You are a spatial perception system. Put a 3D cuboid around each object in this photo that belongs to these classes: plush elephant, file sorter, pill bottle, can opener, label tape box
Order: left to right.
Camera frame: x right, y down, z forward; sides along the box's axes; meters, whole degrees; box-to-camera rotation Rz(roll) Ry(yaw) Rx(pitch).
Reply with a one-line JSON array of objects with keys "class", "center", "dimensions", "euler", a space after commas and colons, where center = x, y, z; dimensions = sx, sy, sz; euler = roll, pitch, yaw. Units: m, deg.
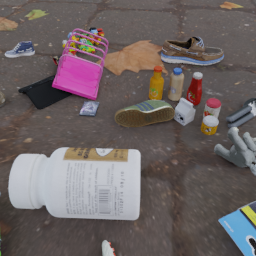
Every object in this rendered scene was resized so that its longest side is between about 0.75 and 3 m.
[{"class": "pill bottle", "center": [-1.167, 1.307, 6.755], "dimensions": [2.912, 1.665, 1.665], "euler": [1, 42, 2]}, {"class": "file sorter", "center": [-1.725, -2.573, 10.863], "dimensions": [1.661, 1.499, 2.390], "euler": [17, 41, -12]}, {"class": "can opener", "center": [4.080, -0.520, 9.788], "dimensions": [1.930, 0.508, 0.642], "euler": [-28, 14, -30]}, {"class": "plush elephant", "center": [3.470, 0.563, 8.002], "dimensions": [1.126, 1.198, 1.455], "euler": [-27, 58, -28]}, {"class": "label tape box", "center": [3.563, 2.458, 6.105], "dimensions": [2.672, 0.883, 1.914], "euler": [-18, 44, -16]}]

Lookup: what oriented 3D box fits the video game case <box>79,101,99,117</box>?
[{"class": "video game case", "center": [-1.396, -0.703, 10.201], "dimensions": [0.569, 0.076, 0.796], "euler": [5, 43, 5]}]

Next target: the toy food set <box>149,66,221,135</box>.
[{"class": "toy food set", "center": [2.113, -1.138, 9.739], "dimensions": [1.404, 1.323, 2.941], "euler": [-27, 49, -27]}]

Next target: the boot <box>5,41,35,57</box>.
[{"class": "boot", "center": [-5.130, -3.732, 13.159], "dimensions": [1.350, 0.610, 0.491], "euler": [-11, 43, -12]}]

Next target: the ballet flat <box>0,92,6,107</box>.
[{"class": "ballet flat", "center": [-5.969, -1.122, 10.209], "dimensions": [2.898, 0.672, 0.976], "euler": [0, 42, 0]}]

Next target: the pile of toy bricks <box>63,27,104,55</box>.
[{"class": "pile of toy bricks", "center": [-1.932, -3.988, 13.340], "dimensions": [2.070, 1.149, 1.022], "euler": [-21, 84, -36]}]

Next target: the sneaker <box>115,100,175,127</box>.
[{"class": "sneaker", "center": [0.546, -0.555, 9.689], "dimensions": [2.011, 0.674, 0.903], "euler": [-7, 27, 0]}]

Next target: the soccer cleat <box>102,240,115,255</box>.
[{"class": "soccer cleat", "center": [-0.414, 2.927, 5.957], "dimensions": [0.423, 0.378, 1.092], "euler": [-16, 47, -14]}]

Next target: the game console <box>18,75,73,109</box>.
[{"class": "game console", "center": [-3.226, -1.412, 10.931], "dimensions": [1.568, 0.912, 1.379], "euler": [-32, 21, -31]}]

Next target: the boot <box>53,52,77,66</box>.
[{"class": "boot", "center": [-2.758, -3.013, 12.493], "dimensions": [0.890, 0.433, 1.183], "euler": [-24, 43, -25]}]

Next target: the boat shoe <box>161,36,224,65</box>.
[{"class": "boat shoe", "center": [2.950, -3.490, 12.571], "dimensions": [2.849, 1.031, 1.029], "euler": [-2, 42, -2]}]
